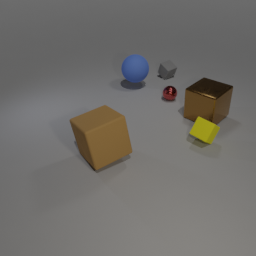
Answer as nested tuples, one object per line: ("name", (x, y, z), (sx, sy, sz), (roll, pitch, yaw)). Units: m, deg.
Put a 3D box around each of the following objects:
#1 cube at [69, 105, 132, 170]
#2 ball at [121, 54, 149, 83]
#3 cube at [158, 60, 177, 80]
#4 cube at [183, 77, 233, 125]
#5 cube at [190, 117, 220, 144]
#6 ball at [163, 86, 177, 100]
("cube", (-0.890, 0.261, 9.250), (1.400, 1.400, 1.400), (-25, 30, -22))
("ball", (0.366, -3.012, 14.200), (1.400, 1.400, 1.400), (0, 32, 0))
("cube", (2.198, -3.252, 15.657), (0.700, 0.700, 0.700), (-26, 64, -27))
("cube", (3.306, -1.075, 11.635), (1.400, 1.400, 1.400), (27, 45, 36))
("cube", (2.787, 0.092, 10.163), (0.700, 0.700, 0.700), (31, 8, 32))
("ball", (1.997, -1.664, 13.347), (0.700, 0.700, 0.700), (0, 32, 0))
